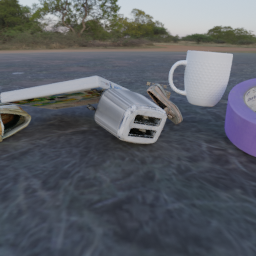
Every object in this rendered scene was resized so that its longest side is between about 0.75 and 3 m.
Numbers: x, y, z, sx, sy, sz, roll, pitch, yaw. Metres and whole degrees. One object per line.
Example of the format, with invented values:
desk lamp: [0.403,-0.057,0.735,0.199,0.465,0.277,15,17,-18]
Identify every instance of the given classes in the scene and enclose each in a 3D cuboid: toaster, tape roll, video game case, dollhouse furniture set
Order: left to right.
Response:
video game case: [-1.658,-0.953,8.256,2.881,0.317,2.626,-6,-2,17]
toaster: [0.056,-0.294,7.044,1.914,1.088,1.236,9,19,-44]
dollhouse furniture set: [0.997,-1.183,9.829,0.871,0.743,0.425,9,11,-9]
tape roll: [3.495,-0.284,6.698,2.188,0.930,2.188,-5,38,4]

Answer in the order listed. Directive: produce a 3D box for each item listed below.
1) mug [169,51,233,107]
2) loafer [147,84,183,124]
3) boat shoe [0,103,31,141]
mug: [2.018,-1.431,8.053,1.687,1.479,1.245,5,15,1]
loafer: [1.106,-0.687,8.719,0.458,1.458,0.524,-33,-3,-36]
boat shoe: [-3.579,-0.095,7.147,0.880,0.962,2.573,13,24,18]
